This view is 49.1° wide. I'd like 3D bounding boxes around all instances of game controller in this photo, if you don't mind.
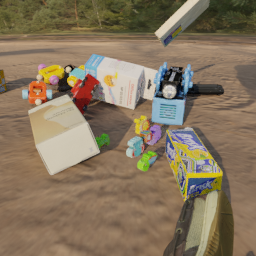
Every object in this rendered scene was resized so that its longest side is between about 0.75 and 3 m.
[{"bbox_3d":[2.718,-1.579,11.519,2.280,0.480,1.189,1,8,1],"label":"game controller"}]

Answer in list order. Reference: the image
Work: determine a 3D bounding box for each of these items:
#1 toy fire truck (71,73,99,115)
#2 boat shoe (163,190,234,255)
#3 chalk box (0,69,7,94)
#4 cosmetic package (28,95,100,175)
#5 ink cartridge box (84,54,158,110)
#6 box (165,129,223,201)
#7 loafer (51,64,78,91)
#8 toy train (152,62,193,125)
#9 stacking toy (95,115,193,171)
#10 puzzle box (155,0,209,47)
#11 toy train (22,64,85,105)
[{"bbox_3d":[-1.629,-1.022,9.304,0.522,1.511,2.143,34,51,-19],"label":"toy fire truck"},{"bbox_3d":[0.785,1.648,3.365,0.721,0.784,2.194,-19,22,36],"label":"boat shoe"},{"bbox_3d":[-5.951,-1.881,11.461,1.516,0.939,0.946,5,24,13],"label":"chalk box"},{"bbox_3d":[-1.609,0.033,6.664,1.191,0.805,2.264,-26,29,-13],"label":"cosmetic package"},{"bbox_3d":[-0.258,-1.506,9.528,2.323,1.337,0.788,16,47,9],"label":"ink cartridge box"},{"bbox_3d":[1.258,0.664,5.761,0.674,0.619,1.925,-1,22,-3],"label":"box"},{"bbox_3d":[-2.369,-2.406,12.658,0.984,0.956,2.694,11,25,24],"label":"loafer"},{"bbox_3d":[1.405,-1.166,8.932,1.171,1.543,2.701,8,24,10],"label":"toy train"},{"bbox_3d":[0.390,0.344,6.797,1.607,0.501,2.131,17,30,38],"label":"stacking toy"},{"bbox_3d":[1.639,-3.256,8.361,0.236,1.857,1.235,50,13,7],"label":"puzzle box"},{"bbox_3d":[-2.462,-1.504,10.594,2.865,0.797,2.152,-5,51,-18],"label":"toy train"}]
